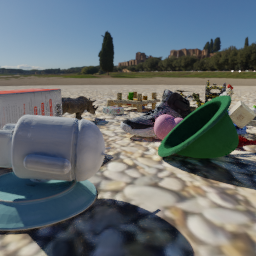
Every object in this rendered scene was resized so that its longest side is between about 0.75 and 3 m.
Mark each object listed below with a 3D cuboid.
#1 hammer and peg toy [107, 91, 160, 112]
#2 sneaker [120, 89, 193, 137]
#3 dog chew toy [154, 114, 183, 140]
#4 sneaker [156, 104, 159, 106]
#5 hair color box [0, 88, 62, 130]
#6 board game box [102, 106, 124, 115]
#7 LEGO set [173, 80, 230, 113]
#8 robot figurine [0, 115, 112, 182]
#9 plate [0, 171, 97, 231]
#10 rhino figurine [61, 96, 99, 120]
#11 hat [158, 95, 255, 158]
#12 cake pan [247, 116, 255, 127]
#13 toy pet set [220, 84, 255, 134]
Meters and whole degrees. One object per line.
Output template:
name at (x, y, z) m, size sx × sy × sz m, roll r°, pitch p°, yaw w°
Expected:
hammer and peg toy at (0.204, -1.504, 15.058) m, size 2.608 × 0.920 × 1.919 m, roll 9°, pitch 14°, yaw 39°
sneaker at (0.923, -0.506, 8.531) m, size 2.375 × 1.351 × 0.896 m, roll -2°, pitch 17°, yaw -18°
dog chew toy at (1.332, 0.017, 7.759) m, size 1.161 × 0.723 × 0.723 m, roll 8°, pitch 13°, yaw 20°
sneaker at (1.577, -0.892, 13.106) m, size 0.546 × 0.479 × 1.362 m, roll 3°, pitch 10°, yaw 3°
hair color box at (-2.675, -0.166, 6.681) m, size 0.884 × 1.465 × 2.885 m, roll 3°, pitch 10°, yaw 18°
board game box at (-0.701, -0.838, 13.293) m, size 0.682 × 0.297 × 0.925 m, roll -8°, pitch 14°, yaw -33°
LEGO set at (2.825, -1.132, 11.299) m, size 2.771 × 1.606 × 2.131 m, roll 7°, pitch 13°, yaw 31°
robot figurine at (-1.065, 0.304, 4.176) m, size 1.664 × 0.940 × 1.411 m, roll 4°, pitch 20°, yaw -6°
plate at (-1.446, 0.921, 4.214) m, size 1.942 × 0.248 × 1.942 m, roll 0°, pitch 11°, yaw 0°
rhino figurine at (-2.010, -0.814, 11.362) m, size 0.660 × 0.966 × 2.209 m, roll 12°, pitch 16°, yaw 42°
hat at (2.122, 0.546, 6.224) m, size 2.256 × 1.986 × 1.869 m, roll -41°, pitch 7°, yaw 1°
cake pan at (4.920, -0.239, 10.285) m, size 1.313 × 0.241 × 1.313 m, roll 0°, pitch 11°, yaw 0°
toy pet set at (3.678, -0.364, 9.263) m, size 1.833 × 0.974 × 1.712 m, roll 40°, pitch 28°, yaw 2°
